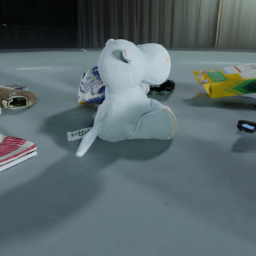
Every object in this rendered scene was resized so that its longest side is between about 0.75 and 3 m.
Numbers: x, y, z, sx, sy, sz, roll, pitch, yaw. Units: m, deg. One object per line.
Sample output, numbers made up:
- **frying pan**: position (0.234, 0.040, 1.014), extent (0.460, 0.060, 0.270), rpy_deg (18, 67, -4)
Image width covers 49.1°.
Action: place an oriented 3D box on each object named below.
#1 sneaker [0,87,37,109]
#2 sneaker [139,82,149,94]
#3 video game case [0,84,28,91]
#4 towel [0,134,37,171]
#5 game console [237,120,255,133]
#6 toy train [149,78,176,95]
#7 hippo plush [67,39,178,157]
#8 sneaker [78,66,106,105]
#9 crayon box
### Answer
- **sneaker**: position (-4.180, -0.998, 9.582), extent (1.987, 0.700, 0.751), rpy_deg (-1, 22, -1)
- **sneaker**: position (-0.119, -1.535, 11.303), extent (1.942, 0.704, 1.107), rpy_deg (7, 23, 45)
- **video game case**: position (-5.209, -1.734, 12.431), extent (1.149, 0.206, 1.041), rpy_deg (14, 24, 36)
- **towel**: position (-3.577, 0.473, 5.934), extent (2.730, 0.311, 1.967), rpy_deg (11, 23, 29)
- **game console**: position (3.202, -0.021, 7.198), extent (0.832, 0.170, 1.411), rpy_deg (16, 14, 32)
- **toy train**: position (1.143, -1.767, 11.868), extent (1.781, 0.759, 1.015), rpy_deg (2, 7, 11)
- **hippo plush**: position (-0.140, -0.999, 7.010), extent (2.932, 2.357, 2.335), rpy_deg (-7, 20, -21)
- **sneaker**: position (-0.956, -1.393, 8.914), extent (1.064, 1.246, 2.828), rpy_deg (-2, 3, -32)
- **crayon box**: position (4.150, -1.943, 11.504), extent (2.724, 0.702, 1.712), rpy_deg (-6, 29, 6)
